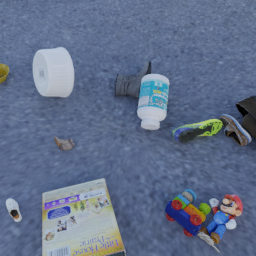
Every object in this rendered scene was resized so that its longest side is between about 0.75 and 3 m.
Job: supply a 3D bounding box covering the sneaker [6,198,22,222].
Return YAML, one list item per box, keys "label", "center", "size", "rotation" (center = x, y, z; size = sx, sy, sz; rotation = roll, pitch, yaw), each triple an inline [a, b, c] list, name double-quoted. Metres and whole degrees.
- label: "sneaker"
  center: [-3.670, 2.550, 8.945]
  size: [0.323, 0.375, 0.887]
  rotation: [-33, 57, -21]

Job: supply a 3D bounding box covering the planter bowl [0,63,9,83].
- label: "planter bowl"
  center: [-5.950, -2.397, 12.805]
  size: [1.158, 0.482, 1.158]
  rotation: [0, 52, 1]

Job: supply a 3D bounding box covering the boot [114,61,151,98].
- label: "boot"
  center: [0.218, -2.272, 12.537]
  size: [1.492, 0.791, 2.266]
  rotation: [9, 49, 10]

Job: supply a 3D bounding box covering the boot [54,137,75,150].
- label: "boot"
  center: [-2.405, 0.533, 10.643]
  size: [0.578, 0.278, 0.791]
  rotation: [-21, 55, -24]

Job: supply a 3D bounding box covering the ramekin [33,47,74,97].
- label: "ramekin"
  center: [-3.135, -2.266, 11.541]
  size: [1.009, 2.069, 2.069]
  rotation: [-10, 49, -37]

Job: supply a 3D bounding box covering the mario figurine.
- label: "mario figurine"
  center: [2.860, 2.617, 8.581]
  size: [1.020, 0.876, 1.653]
  rotation: [35, 61, 25]

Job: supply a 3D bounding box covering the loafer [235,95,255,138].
- label: "loafer"
  center: [4.867, -0.053, 10.728]
  size: [1.003, 1.026, 2.812]
  rotation: [-9, 46, 4]

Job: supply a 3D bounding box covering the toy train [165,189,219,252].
- label: "toy train"
  center: [2.194, 2.765, 8.584]
  size: [1.935, 0.819, 1.120]
  rotation: [36, 46, 25]

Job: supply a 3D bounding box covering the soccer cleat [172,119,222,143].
- label: "soccer cleat"
  center: [2.667, 0.006, 10.795]
  size: [2.104, 0.680, 0.880]
  rotation: [-16, 27, -20]

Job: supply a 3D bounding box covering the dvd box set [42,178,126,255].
- label: "dvd box set"
  center: [-1.405, 2.745, 8.149]
  size: [2.104, 0.423, 2.875]
  rotation: [-13, 32, -10]

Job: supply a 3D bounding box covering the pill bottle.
- label: "pill bottle"
  center: [0.989, -1.004, 11.085]
  size: [1.132, 1.132, 2.043]
  rotation: [6, 75, 5]

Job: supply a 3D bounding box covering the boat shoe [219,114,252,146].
- label: "boat shoe"
  center: [4.024, 0.067, 10.809]
  size: [0.548, 0.547, 1.514]
  rotation: [-29, 57, -19]
